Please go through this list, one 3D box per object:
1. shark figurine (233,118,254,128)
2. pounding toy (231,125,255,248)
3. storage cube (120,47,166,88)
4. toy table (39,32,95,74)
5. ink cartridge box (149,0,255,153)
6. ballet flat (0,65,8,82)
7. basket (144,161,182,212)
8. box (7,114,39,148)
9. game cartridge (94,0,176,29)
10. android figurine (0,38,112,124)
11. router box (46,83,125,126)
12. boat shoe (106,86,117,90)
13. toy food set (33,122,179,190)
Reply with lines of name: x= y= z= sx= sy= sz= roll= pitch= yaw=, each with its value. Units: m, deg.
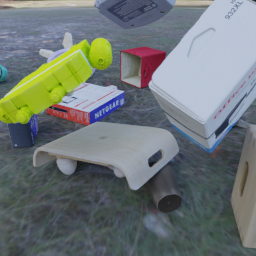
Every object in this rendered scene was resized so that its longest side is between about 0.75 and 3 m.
shark figurine: x=3.320 y=-0.908 z=9.193 sx=1.668 sy=1.165 sz=2.792 roll=5 pitch=31 yaw=7
pounding toy: x=3.123 y=0.726 z=4.846 sx=2.131 sy=2.315 sz=1.646 roll=3 pitch=28 yaw=6
storage cube: x=0.629 y=-2.689 z=12.194 sx=1.440 sy=1.369 sz=1.602 roll=-20 pitch=34 yaw=-34
toy table: x=-2.655 y=-2.943 z=12.189 sx=2.255 sy=2.073 sz=1.320 roll=13 pitch=24 yaw=-50
ink cartridge box: x=1.427 y=-0.663 z=4.525 sx=0.965 sy=1.672 sz=2.304 roll=40 pitch=1 yaw=23
ballet flat: x=-6.665 y=-2.390 z=12.343 sx=2.851 sy=0.960 sz=1.004 roll=2 pitch=4 yaw=3
basket: x=0.710 y=1.217 z=5.773 sx=0.822 sy=0.620 sz=0.912 roll=10 pitch=29 yaw=-18
box: x=-2.933 y=-0.052 z=7.912 sx=0.564 sy=0.799 sz=1.080 roll=-3 pitch=30 yaw=-7
game cartridge: x=0.243 y=-4.231 z=9.584 sx=1.786 sy=0.548 sz=2.683 roll=27 pitch=-16 yaw=-35
android figurine: x=-1.388 y=-0.894 z=5.214 sx=2.436 sy=0.550 sz=2.676 roll=-29 pitch=25 yaw=9
router box: x=-1.449 y=-0.902 z=9.771 sx=1.882 sy=0.512 sz=2.097 roll=16 pitch=32 yaw=28
boat shoe: x=-0.840 y=-1.512 z=11.144 sx=0.808 sy=0.299 sz=0.345 roll=2 pitch=28 yaw=9
toy food set: x=-0.504 y=0.606 z=6.443 sx=2.819 sy=0.851 sz=2.023 roll=7 pitch=21 yaw=34
